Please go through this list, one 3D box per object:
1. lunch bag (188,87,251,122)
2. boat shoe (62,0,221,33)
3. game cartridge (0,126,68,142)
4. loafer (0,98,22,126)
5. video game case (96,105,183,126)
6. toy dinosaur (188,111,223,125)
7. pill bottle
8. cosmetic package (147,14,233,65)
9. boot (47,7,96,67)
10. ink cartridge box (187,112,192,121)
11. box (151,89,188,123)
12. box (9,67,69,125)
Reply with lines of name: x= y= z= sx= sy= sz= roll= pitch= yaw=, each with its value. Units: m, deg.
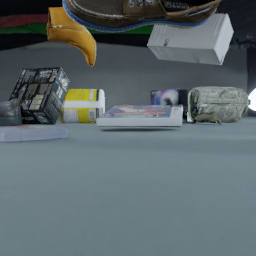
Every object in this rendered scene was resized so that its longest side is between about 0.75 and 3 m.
lunch bag: x=4.213 y=-1.167 z=13.375 sx=2.550 sy=1.777 sz=2.139 roll=1 pitch=-3 yaw=-1
boat shoe: x=0.231 y=-1.773 z=3.680 sx=2.134 sy=0.771 sz=0.772 roll=-7 pitch=0 yaw=-15
game cartridge: x=-1.690 y=0.090 z=4.870 sx=0.796 sy=0.245 sz=1.196 roll=8 pitch=8 yaw=40
loafer: x=-5.032 y=-0.540 z=9.463 sx=2.706 sy=0.978 sz=0.985 roll=-3 pitch=5 yaw=-35
video game case: x=0.567 y=-0.508 z=10.446 sx=2.881 sy=0.331 sz=2.626 roll=0 pitch=14 yaw=11
toy dinosaur: x=3.029 y=-0.416 z=10.993 sx=1.559 sy=0.600 sz=0.798 roll=6 pitch=-1 yaw=37
pill bottle: x=-2.394 y=-0.958 z=12.308 sx=2.689 sy=1.506 sz=1.506 roll=0 pitch=3 yaw=-2
cosmetic package: x=1.867 y=-2.708 z=8.503 sx=2.236 sy=1.195 sz=1.009 roll=13 pitch=-11 yaw=37
boot: x=-2.110 y=-3.331 z=10.471 sx=1.705 sy=2.382 sz=0.838 roll=-13 pitch=40 yaw=-18
ink cartridge box: x=2.698 y=-0.605 z=15.435 sx=1.110 sy=0.513 sz=2.036 roll=3 pitch=5 yaw=42
box: x=1.982 y=-1.069 z=13.659 sx=1.614 sy=1.601 sz=0.995 roll=2 pitch=3 yaw=40
box: x=-3.574 y=-1.290 z=11.185 sx=1.802 sy=2.200 sz=0.948 roll=0 pitch=-32 yaw=15
